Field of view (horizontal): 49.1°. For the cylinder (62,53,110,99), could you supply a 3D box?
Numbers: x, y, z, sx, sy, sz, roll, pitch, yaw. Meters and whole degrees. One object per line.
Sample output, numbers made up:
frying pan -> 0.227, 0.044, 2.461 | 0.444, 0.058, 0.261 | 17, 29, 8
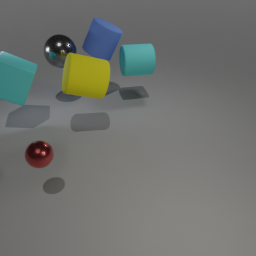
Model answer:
cylinder -> -1.504, -1.816, 9.900 | 1.400, 1.400, 1.400 | 7, 28, -22

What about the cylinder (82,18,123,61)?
cylinder -> -1.151, -3.962, 12.544 | 1.400, 1.400, 1.400 | 23, 27, -12

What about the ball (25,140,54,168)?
ball -> -2.233, 0.665, 7.061 | 0.700, 0.700, 0.700 | 0, 32, 0

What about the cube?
cube -> -4.388, -1.888, 10.658 | 1.400, 1.400, 1.400 | 19, 19, -21

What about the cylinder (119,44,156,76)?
cylinder -> 0.409, -3.135, 12.940 | 1.400, 1.400, 1.400 | -6, 32, -12

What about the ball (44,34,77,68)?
ball -> -2.919, -3.308, 12.096 | 1.400, 1.400, 1.400 | 0, 32, 0
